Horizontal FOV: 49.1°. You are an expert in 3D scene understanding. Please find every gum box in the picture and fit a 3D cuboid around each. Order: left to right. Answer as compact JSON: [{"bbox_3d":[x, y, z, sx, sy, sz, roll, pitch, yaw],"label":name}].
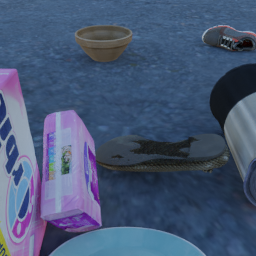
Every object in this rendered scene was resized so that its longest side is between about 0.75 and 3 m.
[{"bbox_3d":[-1.754,0.798,3.293,0.950,2.874,1.631,0,34,-2],"label":"gum box"}]

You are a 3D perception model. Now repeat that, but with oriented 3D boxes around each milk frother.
[{"bbox_3d":[3.209,-0.436,5.129,2.626,2.909,2.736,4,35,-1],"label":"milk frother"}]

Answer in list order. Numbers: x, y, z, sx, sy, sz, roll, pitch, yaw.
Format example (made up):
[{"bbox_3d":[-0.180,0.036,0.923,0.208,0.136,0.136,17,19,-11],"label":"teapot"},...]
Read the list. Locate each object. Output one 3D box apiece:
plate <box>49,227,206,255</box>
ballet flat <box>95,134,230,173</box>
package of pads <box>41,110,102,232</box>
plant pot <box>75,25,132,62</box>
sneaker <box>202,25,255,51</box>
[{"bbox_3d":[-0.003,1.837,3.521,2.152,0.275,2.152,1,7,0],"label":"plate"},{"bbox_3d":[0.561,0.564,5.431,2.687,0.623,0.905,-5,41,26],"label":"ballet flat"},{"bbox_3d":[-0.909,0.701,4.552,0.669,1.065,1.767,-15,55,6],"label":"package of pads"},{"bbox_3d":[-0.912,-3.220,10.853,2.166,1.000,2.166,-1,34,0],"label":"plant pot"},{"bbox_3d":[4.272,-3.680,11.695,2.297,0.885,0.941,8,41,12],"label":"sneaker"}]
